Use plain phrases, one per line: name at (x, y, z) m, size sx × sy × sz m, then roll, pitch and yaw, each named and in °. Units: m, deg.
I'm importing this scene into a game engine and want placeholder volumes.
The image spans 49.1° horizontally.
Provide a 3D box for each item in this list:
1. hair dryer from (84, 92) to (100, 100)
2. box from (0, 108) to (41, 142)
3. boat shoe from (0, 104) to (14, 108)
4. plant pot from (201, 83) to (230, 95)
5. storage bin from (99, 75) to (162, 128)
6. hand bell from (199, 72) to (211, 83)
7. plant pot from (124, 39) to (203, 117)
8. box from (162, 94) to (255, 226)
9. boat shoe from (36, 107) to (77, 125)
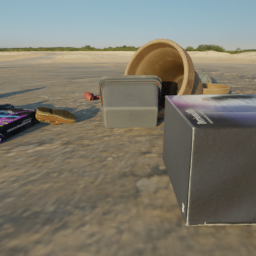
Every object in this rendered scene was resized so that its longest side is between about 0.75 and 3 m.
hair dryer at (-1.576, -1.520, 13.214) m, size 0.977 × 0.349 × 1.283 m, roll 6°, pitch 18°, yaw 17°
box at (-4.008, -0.131, 8.151) m, size 1.880 × 0.475 × 2.629 m, roll 3°, pitch 15°, yaw 10°
boat shoe at (-4.897, -0.699, 9.795) m, size 0.752 × 0.649 × 2.069 m, roll 10°, pitch 19°, yaw 32°
plant pot at (3.270, -1.356, 11.732) m, size 1.835 × 0.847 × 1.835 m, roll 0°, pitch 15°, yaw 0°
storage bin at (0.065, -0.664, 8.785) m, size 2.025 × 1.473 × 1.360 m, roll 0°, pitch 44°, yaw 0°
hand bell at (3.045, -2.059, 14.523) m, size 2.252 × 1.172 × 1.172 m, roll -17°, pitch 20°, yaw -11°
plant pot at (1.570, -1.602, 10.233) m, size 2.670 × 2.670 × 2.328 m, roll 15°, pitch 4°, yaw 42°
box at (1.968, 0.313, 4.743) m, size 2.470 × 1.535 × 2.490 m, roll -2°, pitch 16°, yaw -1°
boat shoe at (-2.262, -0.328, 8.832) m, size 1.250 × 0.425 × 0.450 m, roll 14°, pitch 31°, yaw -13°
